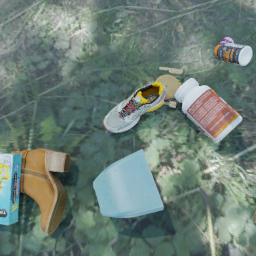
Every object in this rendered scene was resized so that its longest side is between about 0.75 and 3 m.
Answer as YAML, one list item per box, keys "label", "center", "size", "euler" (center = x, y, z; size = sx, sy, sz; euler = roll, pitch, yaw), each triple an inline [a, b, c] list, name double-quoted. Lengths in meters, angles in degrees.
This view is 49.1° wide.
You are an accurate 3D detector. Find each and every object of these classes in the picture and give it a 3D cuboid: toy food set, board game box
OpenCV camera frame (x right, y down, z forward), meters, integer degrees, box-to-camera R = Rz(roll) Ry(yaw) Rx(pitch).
- label: "toy food set"
  center: [1.678, -1.719, 11.919]
  size: [1.165, 0.339, 1.688]
  euler: [12, 80, 10]
- label: "board game box"
  center: [-4.713, 2.040, 9.781]
  size: [1.783, 0.554, 2.362]
  euler: [2, 87, 13]

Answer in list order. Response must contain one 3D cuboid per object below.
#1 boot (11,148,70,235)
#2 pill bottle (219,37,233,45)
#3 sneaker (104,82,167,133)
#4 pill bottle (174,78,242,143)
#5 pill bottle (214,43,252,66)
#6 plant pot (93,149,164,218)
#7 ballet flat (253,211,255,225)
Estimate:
- label: "boot"
  center: [-3.404, 2.182, 10.030]
  size: [2.285, 1.129, 2.943]
  euler: [2, 80, 9]
- label: "pill bottle"
  center: [4.259, -3.589, 12.486]
  size: [0.499, 0.499, 0.887]
  euler: [39, 74, 13]
- label: "sneaker"
  center: [0.236, -0.918, 11.064]
  size: [2.905, 1.193, 1.131]
  euler: [-37, 74, -6]
- label: "pill bottle"
  center: [3.046, -0.741, 10.930]
  size: [1.395, 1.395, 2.487]
  euler: [-39, 75, -13]
- label: "pill bottle"
  center: [2.966, -2.136, 8.016]
  size: [0.541, 0.541, 1.018]
  euler: [-36, 35, -13]
- label: "plant pot"
  center: [-0.045, 2.146, 9.643]
  size: [1.990, 1.948, 1.954]
  euler: [-19, 70, 0]
- label: "ballet flat"
  center: [5.210, 2.843, 10.092]
  size: [1.806, 0.419, 0.608]
  euler: [-38, 74, -13]
